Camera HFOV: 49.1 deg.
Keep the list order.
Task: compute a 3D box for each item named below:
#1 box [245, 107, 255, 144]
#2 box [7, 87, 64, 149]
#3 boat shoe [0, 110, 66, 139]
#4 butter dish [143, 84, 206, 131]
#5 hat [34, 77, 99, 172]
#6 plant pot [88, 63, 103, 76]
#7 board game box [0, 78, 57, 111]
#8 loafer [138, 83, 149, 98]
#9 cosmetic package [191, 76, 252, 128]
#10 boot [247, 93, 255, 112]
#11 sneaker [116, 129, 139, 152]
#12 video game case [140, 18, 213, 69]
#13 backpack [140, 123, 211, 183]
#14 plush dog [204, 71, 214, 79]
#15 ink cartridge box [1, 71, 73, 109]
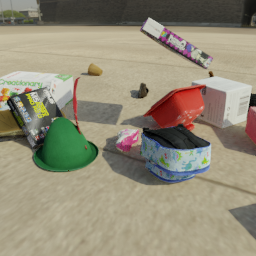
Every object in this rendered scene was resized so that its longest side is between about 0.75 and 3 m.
[{"bbox_3d":[4.856,0.095,9.204,1.227,1.046,1.919,0,24,0],"label":"box"},{"bbox_3d":[-3.011,-0.397,9.575,1.473,1.838,0.407,-27,-4,-45],"label":"box"},{"bbox_3d":[-3.578,-0.198,9.945,2.842,1.040,0.921,-4,-19,-43],"label":"boat shoe"},{"bbox_3d":[1.960,-0.546,10.354,2.020,1.497,2.025,-15,-15,-42],"label":"butter dish"},{"bbox_3d":[-1.971,-0.164,8.495,1.980,2.104,2.390,-11,26,-23],"label":"hat"},{"bbox_3d":[-2.106,-3.762,18.382,0.820,0.764,0.764,23,30,16],"label":"plant pot"},{"bbox_3d":[-4.400,-1.127,11.328,2.747,1.734,0.475,4,-17,10],"label":"board game box"},{"bbox_3d":[0.831,-1.895,14.444,0.508,0.520,1.425,7,34,5],"label":"loafer"},{"bbox_3d":[3.676,-1.100,11.333,1.500,1.498,1.818,-16,28,-30],"label":"cosmetic package"},{"bbox_3d":[5.340,-0.989,11.759,1.783,0.898,2.385,11,15,8],"label":"boot"},{"bbox_3d":[-0.125,0.383,9.279,0.599,0.552,1.357,9,17,22],"label":"sneaker"},{"bbox_3d":[1.448,-2.761,9.128,2.245,0.443,2.476,29,16,-8],"label":"video game case"},{"bbox_3d":[1.305,0.708,7.497,1.593,1.279,1.740,-7,16,-23],"label":"backpack"},{"bbox_3d":[3.680,-1.954,13.879,1.440,1.345,1.676,-21,18,18],"label":"plush dog"},{"bbox_3d":[-4.323,-1.732,13.014,2.992,1.256,2.167,6,25,10],"label":"ink cartridge box"}]
